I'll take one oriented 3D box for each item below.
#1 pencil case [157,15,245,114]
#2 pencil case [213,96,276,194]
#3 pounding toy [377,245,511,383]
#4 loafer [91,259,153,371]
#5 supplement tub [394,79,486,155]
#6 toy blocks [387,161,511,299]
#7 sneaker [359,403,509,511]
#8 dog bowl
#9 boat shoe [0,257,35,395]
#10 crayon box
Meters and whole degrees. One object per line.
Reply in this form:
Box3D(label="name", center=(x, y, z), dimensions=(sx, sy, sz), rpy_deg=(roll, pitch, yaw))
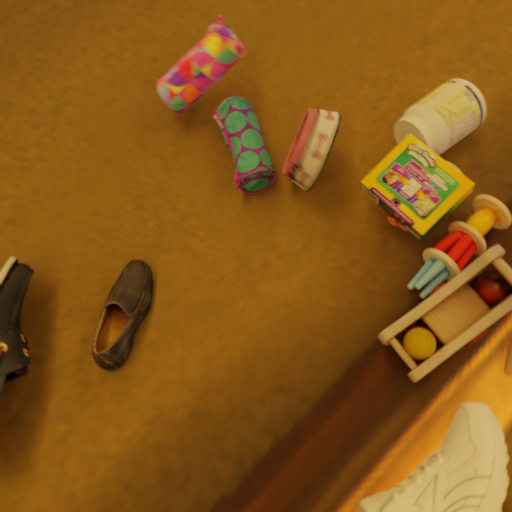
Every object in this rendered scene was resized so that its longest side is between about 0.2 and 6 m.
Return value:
Box3D(label="pencil case", center=(-0.965, -3.219, 9.571), dimensions=(1.701, 0.752, 0.752), rpy_deg=(-41, 71, 17))
Box3D(label="pencil case", center=(-0.220, -1.898, 9.628), dimensions=(0.753, 0.694, 1.630), rpy_deg=(-10, 66, -23))
Box3D(label="pounding toy", center=(3.261, 0.987, 7.966), dimensions=(2.801, 1.601, 1.607), rpy_deg=(-33, 72, -12))
Box3D(label="loafer", center=(-2.024, 0.826, 8.543), dimensions=(0.651, 0.647, 1.788), rpy_deg=(9, 67, 5))
Box3D(label="supplement tub", center=(3.146, -2.319, 9.650), dimensions=(1.336, 0.969, 0.969), rpy_deg=(-35, 72, -13))
Box3D(label="toy blocks", center=(2.846, -0.405, 9.017), dimensions=(1.947, 0.707, 1.622), rpy_deg=(-43, 74, -13))
Box3D(label="sneaker", center=(2.208, 3.262, 7.287), dimensions=(1.560, 1.223, 3.140), rpy_deg=(21, 68, 12))
Box3D(label="dog bowl", center=(0.861, -1.752, 9.045), dimensions=(0.501, 1.360, 1.360), rpy_deg=(22, 69, -6))
Box3D(label="boat shoe", center=(-3.784, 1.514, 8.103), dimensions=(0.974, 1.137, 3.109), rpy_deg=(18, 61, -18))
Box3D(label="crayon box", center=(2.484, -1.077, 8.730), dimensions=(1.121, 0.379, 1.300), rpy_deg=(-44, 70, -2))
